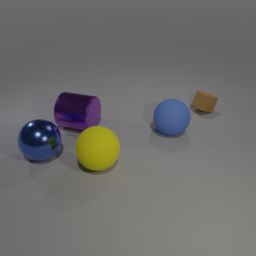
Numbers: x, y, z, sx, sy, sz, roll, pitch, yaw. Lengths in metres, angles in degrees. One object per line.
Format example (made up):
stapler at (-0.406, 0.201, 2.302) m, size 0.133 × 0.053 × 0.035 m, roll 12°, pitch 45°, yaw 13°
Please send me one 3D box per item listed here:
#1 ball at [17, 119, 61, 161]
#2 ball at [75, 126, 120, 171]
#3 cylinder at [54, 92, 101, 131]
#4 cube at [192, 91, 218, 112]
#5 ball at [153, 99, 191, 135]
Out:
ball at (-2.947, 0.398, 9.372) m, size 1.400 × 1.400 × 1.400 m, roll 0°, pitch 32°, yaw 0°
ball at (-0.961, 0.641, 8.868) m, size 1.400 × 1.400 × 1.400 m, roll 0°, pitch 32°, yaw 0°
cylinder at (-1.952, -0.643, 11.000) m, size 1.400 × 1.400 × 1.400 m, roll 10°, pitch 33°, yaw 15°
cube at (3.353, -1.151, 12.225) m, size 0.700 × 0.700 × 0.700 m, roll 3°, pitch 23°, yaw -38°
ball at (1.672, -0.420, 10.678) m, size 1.400 × 1.400 × 1.400 m, roll 0°, pitch 32°, yaw 0°
